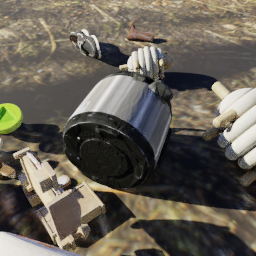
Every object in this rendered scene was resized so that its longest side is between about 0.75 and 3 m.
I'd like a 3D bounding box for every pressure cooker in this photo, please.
[{"bbox_3d":[-0.083,-0.128,6.452,2.131,2.165,2.423,10,43,16],"label":"pressure cooker"}]

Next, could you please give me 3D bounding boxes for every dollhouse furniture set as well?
[{"bbox_3d":[-1.244,0.852,5.133,1.183,2.423,2.066,-28,47,-28],"label":"dollhouse furniture set"}]

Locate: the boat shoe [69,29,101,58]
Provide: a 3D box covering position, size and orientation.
[{"bbox_3d":[-1.715,-3.308,11.036,0.723,0.886,2.397,-17,41,-18],"label":"boat shoe"}]

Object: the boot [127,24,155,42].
[{"bbox_3d":[0.648,-4.207,12.411,1.220,0.392,1.137,6,55,11],"label":"boot"}]

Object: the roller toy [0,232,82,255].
[{"bbox_3d":[-0.963,2.362,3.277,2.230,2.445,1.709,-5,56,41],"label":"roller toy"}]

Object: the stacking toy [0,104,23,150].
[{"bbox_3d":[-3.742,0.196,7.218,1.909,0.891,2.109,10,53,5],"label":"stacking toy"}]

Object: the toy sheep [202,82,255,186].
[{"bbox_3d":[2.936,0.058,6.423,2.039,2.039,2.958,-27,74,-27],"label":"toy sheep"}]

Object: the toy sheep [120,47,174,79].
[{"bbox_3d":[0.629,-2.162,9.532,1.835,1.265,1.265,-3,41,0],"label":"toy sheep"}]

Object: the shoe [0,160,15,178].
[{"bbox_3d":[-3.025,0.979,6.688,0.862,0.230,0.301,20,53,24],"label":"shoe"}]
